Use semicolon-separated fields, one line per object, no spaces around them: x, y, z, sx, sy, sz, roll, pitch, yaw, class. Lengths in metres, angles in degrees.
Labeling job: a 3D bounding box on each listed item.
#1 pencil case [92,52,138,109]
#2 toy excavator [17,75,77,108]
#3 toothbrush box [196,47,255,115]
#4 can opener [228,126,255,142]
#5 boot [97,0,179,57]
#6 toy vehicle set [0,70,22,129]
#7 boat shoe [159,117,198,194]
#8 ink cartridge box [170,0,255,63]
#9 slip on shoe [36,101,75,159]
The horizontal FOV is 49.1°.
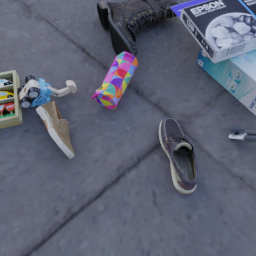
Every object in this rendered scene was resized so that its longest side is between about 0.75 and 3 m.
-0.316;-1.298;7.607;0.717;0.717;1.623;22;66;12;pencil case
-2.172;-0.974;7.569;1.183;1.216;0.607;-42;53;24;toy excavator
3.430;-1.818;7.770;1.775;1.034;2.425;-34;66;-18;toothbrush box
2.932;0.144;6.801;1.044;0.349;0.278;3;31;48;can opener
0.526;-3.441;8.739;2.502;0.995;2.874;-18;59;-10;boot
-4.219;-0.579;7.463;2.614;0.347;1.624;-13;61;-8;toy vehicle set
1.237;0.518;6.604;0.710;0.640;1.975;-1;58;-13;boat shoe
2.756;-3.050;7.583;2.420;0.530;2.443;-20;60;-10;ink cartridge box
-1.704;-0.001;6.986;0.522;0.655;1.723;-33;58;-10;slip on shoe
